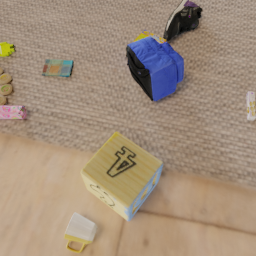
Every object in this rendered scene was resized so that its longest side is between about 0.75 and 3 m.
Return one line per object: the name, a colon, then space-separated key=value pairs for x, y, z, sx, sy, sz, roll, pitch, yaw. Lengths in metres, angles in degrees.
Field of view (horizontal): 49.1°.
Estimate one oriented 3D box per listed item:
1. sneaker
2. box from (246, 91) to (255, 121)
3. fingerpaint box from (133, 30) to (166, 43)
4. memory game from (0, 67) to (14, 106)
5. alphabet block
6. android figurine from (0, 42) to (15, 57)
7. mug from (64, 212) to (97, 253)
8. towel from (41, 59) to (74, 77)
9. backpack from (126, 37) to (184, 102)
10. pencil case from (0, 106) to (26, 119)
sneaker: x=2.528 y=-4.751 z=12.459 sx=1.167 sy=1.009 sz=2.665 roll=28 pitch=64 yaw=9
box: x=4.660 y=-0.846 z=10.609 sx=0.249 sy=0.233 sz=1.203 roll=10 pitch=61 yaw=6
fingerpaint box: x=0.921 y=-3.622 z=12.099 sx=1.126 sy=0.413 sz=0.939 roll=31 pitch=66 yaw=16
memory game: x=-5.872 y=-1.469 z=11.001 sx=2.710 sy=0.173 sz=2.710 roll=0 pitch=60 yaw=0
alphabet block: x=-0.158 y=1.472 z=8.455 sx=1.732 sy=1.692 sz=1.701 roll=33 pitch=64 yaw=18
android figurine: x=-5.366 y=-3.388 z=12.107 sx=0.893 sy=0.183 sz=0.813 roll=-14 pitch=61 yaw=-10
mug: x=-1.364 y=3.051 z=8.206 sx=0.797 sy=0.971 sz=0.777 roll=20 pitch=29 yaw=1
towel: x=-2.912 y=-2.505 z=11.625 sx=1.204 sy=0.131 sz=0.883 roll=3 pitch=59 yaw=2
backpack: x=0.980 y=-2.372 z=10.674 sx=1.798 sy=1.741 sz=2.143 roll=-26 pitch=54 yaw=-15
pencil case: x=-4.367 y=-0.570 z=10.292 sx=1.193 sy=0.522 sz=0.522 roll=1 pitch=60 yaw=2
